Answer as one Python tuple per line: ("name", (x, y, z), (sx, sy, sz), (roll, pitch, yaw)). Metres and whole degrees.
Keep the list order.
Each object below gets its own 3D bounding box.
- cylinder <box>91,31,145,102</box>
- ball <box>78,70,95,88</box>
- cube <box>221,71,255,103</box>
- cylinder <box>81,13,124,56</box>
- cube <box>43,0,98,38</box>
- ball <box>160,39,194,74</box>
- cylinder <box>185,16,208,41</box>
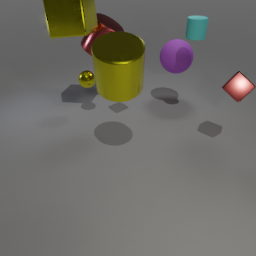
("cylinder", (-0.249, -1.681, 7.761), (1.400, 1.400, 1.400), (0, 52, 0))
("ball", (-1.642, -1.954, 11.219), (0.700, 0.700, 0.700), (0, 32, 0))
("cube", (3.487, -1.305, 8.899), (0.700, 0.700, 0.700), (45, 18, 5))
("cylinder", (-1.095, -3.851, 11.874), (1.400, 1.400, 1.400), (25, 35, -19))
("cube", (-2.007, -4.070, 10.052), (1.400, 1.400, 1.400), (0, 25, 13))
("ball", (2.037, -2.999, 11.775), (1.400, 1.400, 1.400), (0, 32, 0))
("cylinder", (2.396, -3.495, 9.785), (0.700, 0.700, 0.700), (0, 32, 0))
